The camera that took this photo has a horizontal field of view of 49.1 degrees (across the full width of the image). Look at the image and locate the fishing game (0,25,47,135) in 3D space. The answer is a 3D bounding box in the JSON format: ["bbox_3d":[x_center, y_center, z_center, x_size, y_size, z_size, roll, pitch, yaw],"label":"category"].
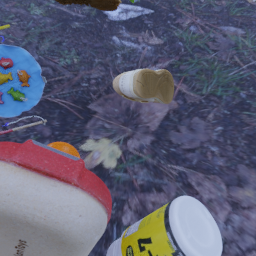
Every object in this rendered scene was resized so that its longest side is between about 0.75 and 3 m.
[{"bbox_3d":[-2.636,-0.981,6.091,1.640,2.291,0.356,-16,20,-11],"label":"fishing game"}]

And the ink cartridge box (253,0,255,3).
[{"bbox_3d":[3.867,-3.345,6.469,2.170,1.250,0.736,14,85,-6],"label":"ink cartridge box"}]

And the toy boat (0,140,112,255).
[{"bbox_3d":[-1.135,0.901,3.863,1.662,2.546,1.664,23,45,-7],"label":"toy boat"}]

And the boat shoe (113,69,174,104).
[{"bbox_3d":[0.389,-0.886,5.860,0.691,1.999,0.737,5,92,29],"label":"boat shoe"}]

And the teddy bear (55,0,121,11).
[{"bbox_3d":[-1.510,-3.744,7.138,2.762,2.002,0.922,5,91,2],"label":"teddy bear"}]

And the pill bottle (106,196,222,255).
[{"bbox_3d":[0.425,1.647,3.866,0.873,1.528,0.873,29,37,-25],"label":"pill bottle"}]

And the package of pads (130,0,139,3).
[{"bbox_3d":[0.024,-4.591,7.230,2.019,1.560,0.689,48,47,-3],"label":"package of pads"}]
